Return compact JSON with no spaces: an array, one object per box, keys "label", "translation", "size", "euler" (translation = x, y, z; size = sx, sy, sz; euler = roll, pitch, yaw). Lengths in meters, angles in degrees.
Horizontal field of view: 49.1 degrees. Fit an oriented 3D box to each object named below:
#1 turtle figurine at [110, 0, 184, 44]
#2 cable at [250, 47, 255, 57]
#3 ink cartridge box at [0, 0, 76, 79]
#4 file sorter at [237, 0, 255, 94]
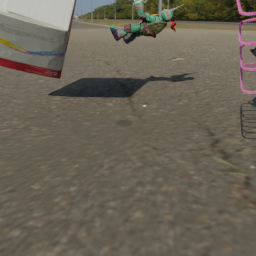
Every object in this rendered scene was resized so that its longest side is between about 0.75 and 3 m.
[{"label":"turtle figurine","translation":[0.723,-3.946,10.264],"size":[2.568,1.293,1.922],"euler":[-20,-21,28]},{"label":"cable","translation":[3.995,-2.097,6.852],"size":[1.450,0.451,1.777],"euler":[-39,31,6]},{"label":"ink cartridge box","translation":[-2.835,-3.284,8.643],"size":[2.128,2.138,2.942],"euler":[11,-19,-14]},{"label":"file sorter","translation":[2.557,-1.729,4.819],"size":[1.236,1.970,1.369],"euler":[-3,35,20]}]
